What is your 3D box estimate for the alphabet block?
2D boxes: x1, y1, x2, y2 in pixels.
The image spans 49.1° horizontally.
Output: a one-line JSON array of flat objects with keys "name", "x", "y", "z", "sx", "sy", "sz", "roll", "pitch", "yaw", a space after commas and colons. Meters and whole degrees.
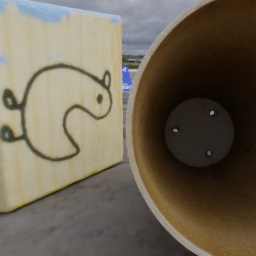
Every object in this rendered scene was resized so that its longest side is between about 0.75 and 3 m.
[{"name": "alphabet block", "x": -1.639, "y": -0.523, "z": 4.426, "sx": 2.363, "sy": 2.406, "sz": 2.350, "roll": 11, "pitch": 19, "yaw": 38}]

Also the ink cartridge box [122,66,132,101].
[{"name": "ink cartridge box", "x": -1.339, "y": -1.817, "z": 10.991, "sx": 2.993, "sy": 0.662, "sz": 1.407, "roll": 0, "pitch": 57, "yaw": -23}]

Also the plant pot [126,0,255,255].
[{"name": "plant pot", "x": 1.127, "y": 0.015, "z": 3.344, "sx": 2.280, "sy": 2.280, "sz": 2.446, "roll": 0, "pitch": -1, "yaw": 0}]

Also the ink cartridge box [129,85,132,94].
[{"name": "ink cartridge box", "x": 0.389, "y": -1.167, "z": 10.212, "sx": 0.859, "sy": 0.844, "sz": 0.186, "roll": -6, "pitch": 15, "yaw": -22}]
